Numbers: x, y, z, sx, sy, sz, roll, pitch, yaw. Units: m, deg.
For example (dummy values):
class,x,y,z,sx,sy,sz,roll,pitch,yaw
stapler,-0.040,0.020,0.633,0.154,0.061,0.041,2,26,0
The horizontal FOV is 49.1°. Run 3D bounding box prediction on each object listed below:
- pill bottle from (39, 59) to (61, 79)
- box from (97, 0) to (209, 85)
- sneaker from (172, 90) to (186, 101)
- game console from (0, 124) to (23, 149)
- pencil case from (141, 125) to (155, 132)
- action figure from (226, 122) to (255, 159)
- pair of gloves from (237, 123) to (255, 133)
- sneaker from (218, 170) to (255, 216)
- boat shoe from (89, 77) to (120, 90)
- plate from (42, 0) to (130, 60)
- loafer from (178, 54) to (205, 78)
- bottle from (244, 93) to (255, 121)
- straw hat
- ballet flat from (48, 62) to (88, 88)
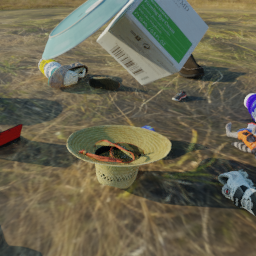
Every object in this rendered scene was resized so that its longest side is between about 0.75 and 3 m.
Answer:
class,x,y,z,sx,sy,sz,roll,pitch,yaw
pill bottle,-3.826,-2.946,14.079,0.925,0.925,1.663,-17,33,-27
box,0.740,-3.022,9.069,2.010,2.335,2.347,-55,20,-19
sneaker,2.171,-1.421,11.910,0.332,0.353,0.862,23,36,35
game console,-3.976,0.248,8.501,1.082,0.745,1.255,21,35,33
pencil case,0.136,0.314,8.502,1.481,0.643,0.578,-11,-1,-21
action figure,3.986,0.683,7.852,2.149,1.124,2.079,17,26,-32
pair of gloves,4.428,0.237,9.112,1.558,0.177,1.252,18,34,31
sneaker,2.564,1.546,6.346,0.745,0.624,1.683,-2,20,-4
boat shoe,-1.065,-2.146,13.012,1.534,0.580,0.566,13,29,20
plate,-1.132,-2.792,7.125,2.923,0.373,2.923,-28,31,18
loafer,3.066,-3.476,14.890,1.075,1.051,2.945,-10,30,-17
bottle,4.860,-0.608,9.635,1.125,0.880,2.694,-38,16,12
straw hat,-0.262,0.857,6.936,2.712,1.148,2.712,3,17,-1
ballet flat,-2.713,-2.574,13.459,0.949,0.961,2.823,16,33,12
